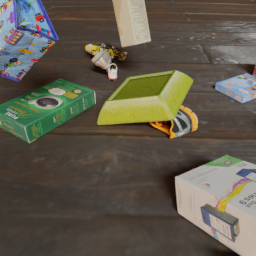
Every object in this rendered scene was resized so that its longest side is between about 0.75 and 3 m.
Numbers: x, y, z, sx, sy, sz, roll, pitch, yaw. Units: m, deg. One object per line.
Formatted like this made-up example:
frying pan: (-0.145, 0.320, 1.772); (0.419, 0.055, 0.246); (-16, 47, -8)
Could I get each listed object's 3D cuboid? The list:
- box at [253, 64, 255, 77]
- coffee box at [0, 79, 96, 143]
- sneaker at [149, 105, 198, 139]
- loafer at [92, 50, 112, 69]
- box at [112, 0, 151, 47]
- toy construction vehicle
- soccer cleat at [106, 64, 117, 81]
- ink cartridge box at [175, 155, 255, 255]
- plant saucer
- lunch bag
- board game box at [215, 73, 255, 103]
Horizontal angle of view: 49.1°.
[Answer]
box: (6.254, -2.297, 11.320); (0.987, 1.031, 2.068); (-15, 37, -21)
coffee box: (-2.711, -0.707, 9.331); (1.810, 0.647, 2.943); (21, 39, 28)
sneaker: (0.947, -0.514, 8.814); (0.970, 0.983, 2.512); (-32, 45, -29)
loafer: (-1.073, -2.952, 12.475); (0.732, 0.837, 2.328); (45, 13, -9)
box: (0.127, -4.042, 10.170); (0.773, 1.987, 0.944); (7, 24, 44)
toy construction vehicle: (-1.102, -3.683, 13.630); (1.835, 0.646, 1.597); (3, 26, -17)
soccer cleat: (-0.674, -2.540, 12.018); (0.484, 0.601, 1.410); (5, 35, -11)
ink cartridge box: (2.227, 1.432, 5.345); (1.609, 0.969, 2.214); (-16, 20, -26)
plant saucer: (0.528, -1.129, 9.188); (2.659, 0.637, 2.656); (-3, 32, 29)
lunch bag: (-2.742, -2.469, 6.318); (1.041, 1.666, 2.214); (2, 61, -54)
board game box: (4.540, -1.601, 10.917); (1.806, 0.331, 1.366); (-18, 38, -26)
